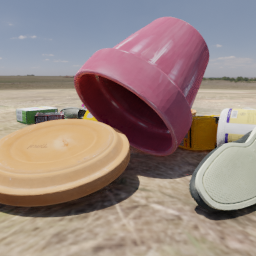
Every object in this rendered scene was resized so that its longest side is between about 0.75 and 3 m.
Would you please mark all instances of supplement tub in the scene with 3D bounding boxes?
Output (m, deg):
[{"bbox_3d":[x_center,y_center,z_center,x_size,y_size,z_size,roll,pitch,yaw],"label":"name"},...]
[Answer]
[{"bbox_3d":[3.169,0.181,6.839,1.750,1.272,1.272,5,12,26],"label":"supplement tub"}]

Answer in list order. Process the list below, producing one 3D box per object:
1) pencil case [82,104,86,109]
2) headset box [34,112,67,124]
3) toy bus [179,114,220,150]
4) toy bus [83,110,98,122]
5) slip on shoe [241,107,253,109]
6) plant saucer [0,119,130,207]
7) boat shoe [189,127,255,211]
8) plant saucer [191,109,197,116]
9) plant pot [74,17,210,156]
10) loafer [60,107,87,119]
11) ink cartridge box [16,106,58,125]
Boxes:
[{"bbox_3d":[-1.884,-1.510,17.602,1.923,0.850,0.850,-4,11,-26],"label":"pencil case"},{"bbox_3d":[-3.288,-0.376,12.079,1.332,0.514,0.991,-4,11,-11],"label":"headset box"},{"bbox_3d":[2.922,0.058,8.432,2.877,0.936,1.126,-5,6,-24],"label":"toy bus"},{"bbox_3d":[0.089,-0.235,9.075,2.909,0.947,1.139,4,49,20],"label":"toy bus"},{"bbox_3d":[4.926,-0.209,10.472,2.798,1.064,0.848,3,47,-44],"label":"slip on shoe"},{"bbox_3d":[-1.381,0.424,5.353,2.831,0.457,2.831,-4,22,2],"label":"plant saucer"},{"bbox_3d":[1.995,0.782,5.192,2.977,1.069,1.007,-20,-16,-45],"label":"boat shoe"},{"bbox_3d":[1.799,-0.610,13.348,2.839,0.531,2.839,0,11,0],"label":"plant saucer"},{"bbox_3d":[0.603,-1.229,7.174,2.998,2.998,2.684,12,58,50],"label":"plant pot"},{"bbox_3d":[-2.547,-0.758,13.962,1.732,0.606,0.605,-1,3,-6],"label":"loafer"},{"bbox_3d":[-4.017,-0.646,13.217,2.150,0.638,1.116,-10,14,-43],"label":"ink cartridge box"}]
